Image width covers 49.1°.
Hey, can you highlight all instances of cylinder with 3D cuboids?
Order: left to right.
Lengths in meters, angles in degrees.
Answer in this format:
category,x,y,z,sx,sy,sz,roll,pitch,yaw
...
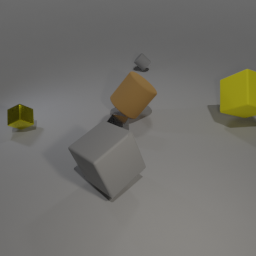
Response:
category,x,y,z,sx,sy,sz,roll,pitch,yaw
cylinder,0.225,-1.336,11.426,1.400,1.400,1.400,35,21,-16
cylinder,0.829,-3.820,16.160,0.700,0.700,0.700,39,29,-17

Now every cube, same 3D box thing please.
category,x,y,z,sx,sy,sz,roll,pitch,yaw
cube,-4.178,-0.423,10.900,0.700,0.700,0.700,-20,67,24
cube,-0.588,0.857,8.121,1.400,1.400,1.400,-39,37,-25
cube,-0.399,-0.011,10.703,0.700,0.700,0.700,11,36,16
cube,4.618,-1.292,10.973,1.400,1.400,1.400,9,-13,-25
